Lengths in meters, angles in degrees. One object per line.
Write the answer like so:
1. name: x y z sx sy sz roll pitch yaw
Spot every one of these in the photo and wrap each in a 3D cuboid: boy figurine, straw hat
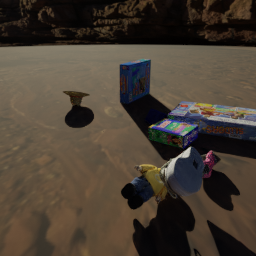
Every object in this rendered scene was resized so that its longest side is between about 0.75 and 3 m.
1. boy figurine: 0.475 1.140 5.935 0.893 0.463 1.437 53 36 13
2. straw hat: -2.303 -1.269 12.441 1.291 0.546 1.291 6 -1 0

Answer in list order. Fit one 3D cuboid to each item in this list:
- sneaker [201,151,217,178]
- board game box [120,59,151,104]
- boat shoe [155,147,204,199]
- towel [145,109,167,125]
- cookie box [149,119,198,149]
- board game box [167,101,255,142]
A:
1. sneaker: 1.815 0.938 6.956 0.519 0.430 1.089 -13 10 35
2. board game box: 0.380 -2.302 13.469 0.523 1.769 2.326 12 23 27
3. boat shoe: 0.914 0.913 5.444 0.824 0.714 1.933 -36 -2 23
4. towel: 1.012 -0.341 10.053 0.768 0.567 0.190 27 -3 40
5. cookie box: 1.424 0.141 8.813 1.223 0.460 1.046 14 26 34
6. board game box: 3.097 -0.330 9.982 2.987 0.515 2.022 9 23 24
